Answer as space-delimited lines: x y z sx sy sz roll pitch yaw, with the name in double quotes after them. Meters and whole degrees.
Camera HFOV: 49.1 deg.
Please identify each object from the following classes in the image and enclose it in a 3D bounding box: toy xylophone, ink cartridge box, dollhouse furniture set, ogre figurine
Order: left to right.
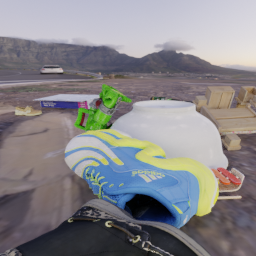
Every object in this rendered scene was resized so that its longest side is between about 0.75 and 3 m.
-2.858 -1.265 13.762 2.522 0.556 2.569 3 15 16 "ink cartridge box"
-0.614 -0.390 6.653 1.005 1.228 2.048 26 9 -29 "ogre figurine"
1.375 0.880 4.504 1.047 0.263 0.767 -4 13 -15 "toy xylophone"
3.214 0.002 8.216 2.359 1.351 2.766 -3 36 -11 "dollhouse furniture set"

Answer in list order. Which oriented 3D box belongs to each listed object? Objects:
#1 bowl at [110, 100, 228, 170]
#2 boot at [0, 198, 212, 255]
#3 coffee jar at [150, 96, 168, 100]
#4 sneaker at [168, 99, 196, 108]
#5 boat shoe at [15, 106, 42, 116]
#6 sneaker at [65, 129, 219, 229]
0.752 0.085 5.960 2.719 1.222 2.719 1 13 0 "bowl"
-0.258 1.216 2.248 1.308 0.625 1.732 -17 19 -42 "boot"
1.670 -1.507 15.227 0.897 0.383 0.468 7 15 28 "coffee jar"
2.019 -0.616 9.922 0.995 0.911 2.375 5 14 40 "sneaker"
-4.140 -0.721 11.599 1.153 0.383 0.427 1 12 4 "boat shoe"
-0.161 0.655 3.863 2.589 0.981 1.360 8 15 30 "sneaker"
